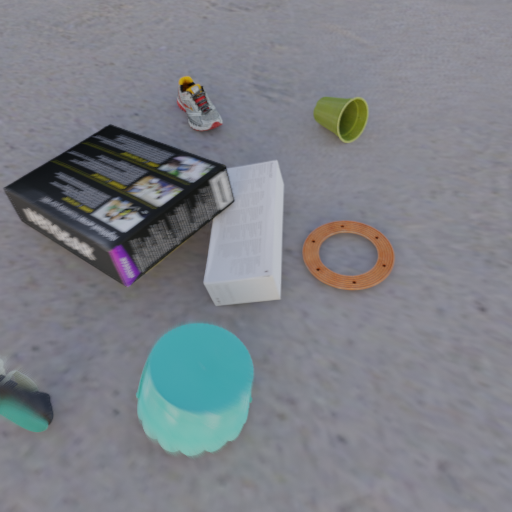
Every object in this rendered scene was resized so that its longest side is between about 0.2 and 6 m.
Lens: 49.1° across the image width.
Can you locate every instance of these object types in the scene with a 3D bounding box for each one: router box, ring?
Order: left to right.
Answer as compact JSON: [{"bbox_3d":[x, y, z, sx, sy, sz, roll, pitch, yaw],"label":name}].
[{"bbox_3d":[-2.802,-1.234,11.279,3.838,0.980,2.863,25,54,36],"label":"router box"},{"bbox_3d":[1.840,-0.014,11.222,1.821,0.175,1.821,-2,48,2],"label":"ring"}]

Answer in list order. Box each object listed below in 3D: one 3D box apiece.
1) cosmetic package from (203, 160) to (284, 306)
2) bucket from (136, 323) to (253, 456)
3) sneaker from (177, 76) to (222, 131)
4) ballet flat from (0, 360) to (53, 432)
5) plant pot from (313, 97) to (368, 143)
[{"bbox_3d":[-0.154,-0.521,11.136,1.304,0.800,3.159,-8,48,14],"label":"cosmetic package"},{"bbox_3d":[-0.897,1.976,8.549,1.816,1.181,1.816,8,46,-8],"label":"bucket"},{"bbox_3d":[-1.507,-3.833,14.145,0.760,0.802,1.952,-26,55,-21],"label":"sneaker"},{"bbox_3d":[-3.847,1.966,8.359,0.746,2.043,0.746,-21,46,23],"label":"ballet flat"},{"bbox_3d":[1.999,-3.460,13.780,1.109,1.109,1.053,-34,44,-26],"label":"plant pot"}]
